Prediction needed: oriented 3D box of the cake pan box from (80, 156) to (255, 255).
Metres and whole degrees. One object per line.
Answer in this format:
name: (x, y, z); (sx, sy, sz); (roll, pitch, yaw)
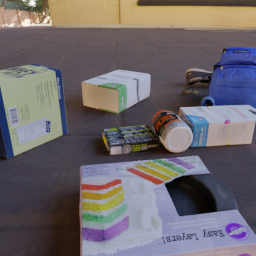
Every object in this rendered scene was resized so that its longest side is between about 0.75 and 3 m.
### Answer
cake pan box: (0.487, 1.414, 4.799); (2.609, 0.682, 2.403); (-3, 27, -7)

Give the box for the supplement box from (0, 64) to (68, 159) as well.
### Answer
supplement box: (-2.851, -0.552, 7.532); (1.294, 1.928, 1.926); (19, 31, 35)

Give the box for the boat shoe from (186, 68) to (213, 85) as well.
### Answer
boat shoe: (3.807, -2.117, 12.748); (2.395, 0.870, 0.751); (10, 69, 9)

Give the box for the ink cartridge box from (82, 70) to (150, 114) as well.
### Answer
ink cartridge box: (-0.381, -1.477, 10.712); (1.663, 0.960, 2.276); (16, 29, 30)

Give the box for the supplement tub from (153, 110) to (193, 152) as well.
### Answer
supplement tub: (1.158, 0.036, 7.615); (0.804, 0.804, 1.313); (-5, 25, -11)

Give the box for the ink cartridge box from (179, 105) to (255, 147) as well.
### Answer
ink cartridge box: (2.662, -0.096, 7.969); (2.182, 0.740, 1.256); (-3, 25, -7)

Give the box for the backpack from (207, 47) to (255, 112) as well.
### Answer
backpack: (3.827, -1.694, 9.952); (2.023, 2.089, 2.490); (2, 27, 23)

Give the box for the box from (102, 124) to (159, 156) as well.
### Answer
box: (0.047, 0.297, 7.654); (1.354, 0.300, 1.085); (-6, 25, -14)

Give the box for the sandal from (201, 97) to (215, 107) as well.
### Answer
sandal: (2.645, -0.687, 9.124); (0.531, 0.581, 1.335); (-2, -2, 17)

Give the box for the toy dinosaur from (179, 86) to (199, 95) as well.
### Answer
toy dinosaur: (2.526, -1.574, 11.738); (0.793, 0.305, 0.406); (-5, 19, -17)
